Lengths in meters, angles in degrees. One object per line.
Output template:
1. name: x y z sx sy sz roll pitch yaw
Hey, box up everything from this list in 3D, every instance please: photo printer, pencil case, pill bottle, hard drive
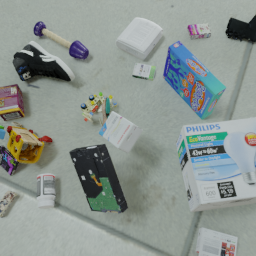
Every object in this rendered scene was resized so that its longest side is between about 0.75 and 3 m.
1. photo printer: 0.602 -4.276 13.110 1.625 0.678 1.953 29 68 14
2. pencil case: -4.380 2.694 10.022 0.437 0.380 0.976 20 65 24
3. pill bottle: -2.949 2.272 10.079 0.648 0.648 1.139 -6 65 -3
4. hard drive: -0.918 1.577 8.645 0.402 1.483 2.122 -26 100 -45

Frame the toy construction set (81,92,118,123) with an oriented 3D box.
1. toy construction set: -1.316 -0.836 11.530 1.073 0.754 1.636 38 59 16

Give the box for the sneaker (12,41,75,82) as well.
1. sneaker: -3.788 -2.443 12.139 2.971 1.085 1.662 36 73 24

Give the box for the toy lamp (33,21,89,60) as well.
1. toy lamp: -3.070 -3.999 12.928 2.850 0.829 0.829 29 68 14

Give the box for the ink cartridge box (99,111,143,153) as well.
1. ink cartridge box: -0.246 0.125 8.933 1.229 0.520 0.888 33 91 48

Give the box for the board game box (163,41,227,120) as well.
1. board game box: 2.529 -1.861 11.248 0.602 2.036 2.677 -33 69 -15

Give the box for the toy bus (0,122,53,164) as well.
1. toy bus: -4.047 0.610 10.610 1.872 1.984 1.025 21 97 2

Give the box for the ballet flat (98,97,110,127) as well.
1. ballet flat: -0.937 -0.534 11.058 0.458 0.464 1.363 -2 94 19

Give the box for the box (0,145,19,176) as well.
1. box: -4.587 1.225 10.595 0.990 0.179 0.708 38 115 17

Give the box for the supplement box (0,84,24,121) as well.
1. supplement box: -4.866 -1.063 11.613 0.860 0.678 1.313 -11 66 -5

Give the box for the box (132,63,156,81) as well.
1. box: 0.727 -2.531 12.586 0.967 0.176 0.698 12 66 7

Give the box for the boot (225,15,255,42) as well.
1. boot: 5.580 -4.963 13.460 1.490 0.673 1.818 18 71 8

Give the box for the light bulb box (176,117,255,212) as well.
1. light bulb box: 3.369 1.303 9.928 2.748 1.730 2.772 -7 65 -3

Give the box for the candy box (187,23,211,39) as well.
1. candy box: 3.424 -4.667 13.502 0.995 0.303 0.678 -7 65 -3

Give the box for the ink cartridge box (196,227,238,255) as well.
1. ink cartridge box: 2.928 4.026 9.335 1.208 0.506 1.060 14 66 7
